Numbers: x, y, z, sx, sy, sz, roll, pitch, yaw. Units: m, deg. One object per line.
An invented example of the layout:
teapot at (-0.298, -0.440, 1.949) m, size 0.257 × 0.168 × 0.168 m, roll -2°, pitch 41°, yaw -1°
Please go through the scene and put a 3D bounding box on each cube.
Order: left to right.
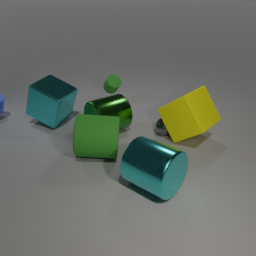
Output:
cube at (-3.113, -1.105, 11.459) m, size 1.400 × 1.400 × 1.400 m, roll 27°, pitch 36°, yaw 7°
cube at (2.233, -0.495, 10.215) m, size 1.400 × 1.400 × 1.400 m, roll -28°, pitch 2°, yaw -42°

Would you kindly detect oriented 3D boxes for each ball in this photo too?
ball at (1.396, -0.058, 10.801) m, size 0.700 × 0.700 × 0.700 m, roll 0°, pitch 28°, yaw 0°

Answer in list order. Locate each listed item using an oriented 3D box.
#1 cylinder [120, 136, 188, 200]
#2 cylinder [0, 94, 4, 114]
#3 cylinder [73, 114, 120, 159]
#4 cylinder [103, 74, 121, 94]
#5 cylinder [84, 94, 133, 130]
cylinder at (0.740, 1.084, 7.842) m, size 1.400 × 1.400 × 1.400 m, roll 20°, pitch 34°, yaw 36°
cylinder at (-5.597, -1.015, 11.767) m, size 0.700 × 0.700 × 0.700 m, roll 15°, pitch 35°, yaw -11°
cylinder at (-1.017, 0.276, 9.322) m, size 1.400 × 1.400 × 1.400 m, roll 4°, pitch 28°, yaw -1°
cylinder at (-0.740, -2.068, 13.213) m, size 0.700 × 0.700 × 0.700 m, roll -13°, pitch -12°, yaw -23°
cylinder at (-0.776, -0.502, 10.853) m, size 1.400 × 1.400 × 1.400 m, roll -19°, pitch 34°, yaw -31°
